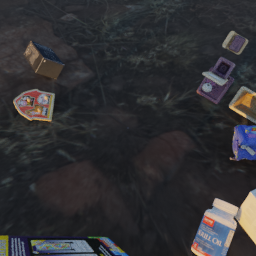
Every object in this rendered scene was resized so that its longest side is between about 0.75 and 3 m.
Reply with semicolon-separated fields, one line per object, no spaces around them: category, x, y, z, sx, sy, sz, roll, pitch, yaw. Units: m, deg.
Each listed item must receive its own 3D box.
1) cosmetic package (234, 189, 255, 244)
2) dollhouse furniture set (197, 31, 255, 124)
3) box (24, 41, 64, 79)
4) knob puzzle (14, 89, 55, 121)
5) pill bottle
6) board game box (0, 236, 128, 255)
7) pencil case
cosmetic package;2.431;1.744;4.757;0.308;0.899;1.193;-16;49;-20
dollhouse furniture set;3.084;-1.045;7.107;2.441;1.934;1.733;35;25;15
box;-2.747;-2.217;9.162;0.814;0.587;1.097;11;32;-50
knob puzzle;-2.686;-0.708;7.984;1.198;0.166;1.198;9;57;-14
pill bottle;1.599;1.845;5.076;0.586;0.586;1.044;21;81;18
board game box;-0.858;2.129;3.701;2.095;2.534;0.719;9;82;-22
pencil case;3.484;0.378;6.423;2.156;0.841;0.936;1;13;24
